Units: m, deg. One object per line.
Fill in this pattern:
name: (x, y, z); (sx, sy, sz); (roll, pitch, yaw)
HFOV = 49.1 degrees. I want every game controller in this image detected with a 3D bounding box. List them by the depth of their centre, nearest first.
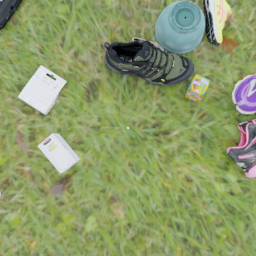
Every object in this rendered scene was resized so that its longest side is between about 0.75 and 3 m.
game controller: (-3.785, -3.989, 8.526); (1.068, 0.431, 2.047); (32, 87, 16)

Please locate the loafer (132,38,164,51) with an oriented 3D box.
loafer: (0.592, -2.460, 8.425); (1.036, 0.326, 0.372); (18, 87, 1)

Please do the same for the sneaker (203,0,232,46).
sneaker: (2.730, -3.315, 8.307); (0.781, 0.676, 1.729); (-3, 87, -3)

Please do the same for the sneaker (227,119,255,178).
sneaker: (3.904, 0.061, 8.040); (1.295, 1.073, 2.716); (38, 86, 13)

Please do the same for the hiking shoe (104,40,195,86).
hiking shoe: (0.609, -1.843, 7.884); (2.653, 1.335, 1.005); (8, 87, 0)

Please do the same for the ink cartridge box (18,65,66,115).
ink cartridge box: (-2.550, -1.135, 8.423); (0.961, 0.297, 1.185); (32, 79, 2)

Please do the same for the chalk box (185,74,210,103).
chalk box: (2.065, -1.225, 8.215); (0.479, 0.476, 0.767); (24, 70, 4)

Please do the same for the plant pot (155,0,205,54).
plant pot: (1.582, -3.040, 8.122); (1.493, 1.001, 1.493); (0, 86, 0)

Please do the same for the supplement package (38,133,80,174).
supplement package: (-1.957, 0.713, 8.030); (0.557, 0.783, 1.005); (-41, 88, -2)

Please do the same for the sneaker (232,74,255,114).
sneaker: (4.339, -1.292, 7.946); (2.815, 1.174, 1.135); (-22, 86, 0)
